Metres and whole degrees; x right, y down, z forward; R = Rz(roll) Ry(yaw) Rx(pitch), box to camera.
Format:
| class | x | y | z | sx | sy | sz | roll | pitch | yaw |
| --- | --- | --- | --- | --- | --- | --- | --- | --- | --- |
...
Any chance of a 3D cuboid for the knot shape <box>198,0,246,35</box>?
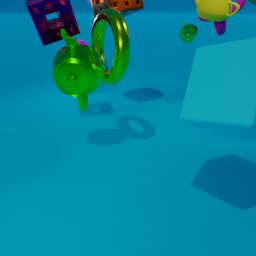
| class | x | y | z | sx | sy | sz | roll | pitch | yaw |
| --- | --- | --- | --- | --- | --- | --- | --- | --- | --- |
| knot shape | 3.349 | -4.139 | 10.044 | 0.819 | 1.659 | 1.773 | 19 | -27 | -27 |

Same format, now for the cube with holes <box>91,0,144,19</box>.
| class | x | y | z | sx | sy | sz | roll | pitch | yaw |
| --- | --- | --- | --- | --- | --- | --- | --- | --- | --- |
| cube with holes | -0.401 | -4.179 | 8.792 | 1.185 | 1.185 | 1.185 | -19 | 17 | -27 |

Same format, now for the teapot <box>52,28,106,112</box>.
| class | x | y | z | sx | sy | sz | roll | pitch | yaw |
| --- | --- | --- | --- | --- | --- | --- | --- | --- | --- |
| teapot | -1.178 | -1.300 | 6.391 | 1.261 | 2.029 | 0.993 | -3 | 32 | 7 |

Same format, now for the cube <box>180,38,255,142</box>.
| class | x | y | z | sx | sy | sz | roll | pitch | yaw |
| --- | --- | --- | --- | --- | --- | --- | --- | --- | --- |
| cube | 1.821 | -0.523 | 4.473 | 1.269 | 1.269 | 1.269 | 19 | -6 | -37 |

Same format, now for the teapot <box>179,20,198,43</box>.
| class | x | y | z | sx | sy | sz | roll | pitch | yaw |
| --- | --- | --- | --- | --- | --- | --- | --- | --- | --- |
| teapot | 2.117 | -3.448 | 10.030 | 0.537 | 0.682 | 1.096 | 21 | 50 | -34 |

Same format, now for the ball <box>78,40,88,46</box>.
| class | x | y | z | sx | sy | sz | roll | pitch | yaw |
| --- | --- | --- | --- | --- | --- | --- | --- | --- | --- |
| ball | -2.041 | -3.268 | 11.812 | 0.845 | 0.845 | 0.845 | 0 | 25 | 0 |

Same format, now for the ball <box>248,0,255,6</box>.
| class | x | y | z | sx | sy | sz | roll | pitch | yaw |
| --- | --- | --- | --- | --- | --- | --- | --- | --- | --- |
| ball | 3.066 | -3.222 | 6.060 | 1.130 | 1.130 | 1.130 | 0 | 25 | 0 |

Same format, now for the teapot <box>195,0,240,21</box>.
| class | x | y | z | sx | sy | sz | roll | pitch | yaw |
| --- | --- | --- | --- | --- | --- | --- | --- | --- | --- |
| teapot | 2.723 | -3.941 | 8.890 | 1.101 | 0.867 | 1.771 | -25 | 46 | -36 |

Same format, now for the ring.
| class | x | y | z | sx | sy | sz | roll | pitch | yaw |
| --- | --- | --- | --- | --- | --- | --- | --- | --- | --- |
| ring | -0.465 | -1.931 | 6.770 | 0.360 | 1.798 | 1.798 | -8 | 26 | -27 |

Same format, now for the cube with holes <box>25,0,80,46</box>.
| class | x | y | z | sx | sy | sz | roll | pitch | yaw |
| --- | --- | --- | --- | --- | --- | --- | --- | --- | --- |
| cube with holes | -2.069 | -3.061 | 7.663 | 1.063 | 1.063 | 1.063 | -22 | 37 | -8 |
